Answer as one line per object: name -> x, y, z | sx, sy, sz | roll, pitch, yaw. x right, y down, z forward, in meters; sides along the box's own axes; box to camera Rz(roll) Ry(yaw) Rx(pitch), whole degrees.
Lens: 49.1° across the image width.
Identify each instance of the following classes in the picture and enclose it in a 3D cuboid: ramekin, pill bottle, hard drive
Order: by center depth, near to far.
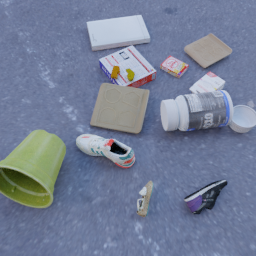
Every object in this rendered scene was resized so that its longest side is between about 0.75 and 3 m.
pill bottle -> 2.592, -0.627, 10.826 | 2.486, 1.414, 1.414 | -8, 57, -5
ramekin -> 4.513, -0.319, 11.125 | 1.085, 0.570, 1.085 | 0, 57, 0
hard drive -> -0.523, -4.861, 14.185 | 2.895, 0.386, 1.910 | -11, 58, -6

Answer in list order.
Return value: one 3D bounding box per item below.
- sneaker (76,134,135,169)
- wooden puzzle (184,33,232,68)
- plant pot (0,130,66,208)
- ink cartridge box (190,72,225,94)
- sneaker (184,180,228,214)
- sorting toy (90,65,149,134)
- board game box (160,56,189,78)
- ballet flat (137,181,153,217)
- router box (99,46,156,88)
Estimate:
sneaker -> -0.829, 0.623, 10.186 | 2.380, 1.113, 0.838 | 22, 60, 13
wooden puzzle -> 3.814, -3.658, 13.427 | 1.712, 0.396, 1.586 | -32, 62, -14
plant pot -> -3.127, 1.223, 9.417 | 2.177, 2.177, 2.001 | 12, 46, 8
ink cartridge box -> 3.362, -1.696, 12.060 | 1.476, 0.498, 0.860 | -37, 65, -23
sneaker -> 2.745, 2.350, 9.490 | 1.646, 0.623, 0.721 | -25, 78, -13
sorting toy -> -0.224, -1.217, 11.590 | 2.131, 0.383, 2.861 | 9, 69, 10
board game box -> 2.142, -2.829, 12.943 | 1.052, 0.244, 0.797 | 33, 62, 19
ballet flat -> 0.530, 2.292, 9.144 | 0.389, 0.420, 1.191 | 15, 79, -16
router box -> -0.035, -2.680, 12.693 | 1.824, 0.496, 2.032 | -27, 61, -16
